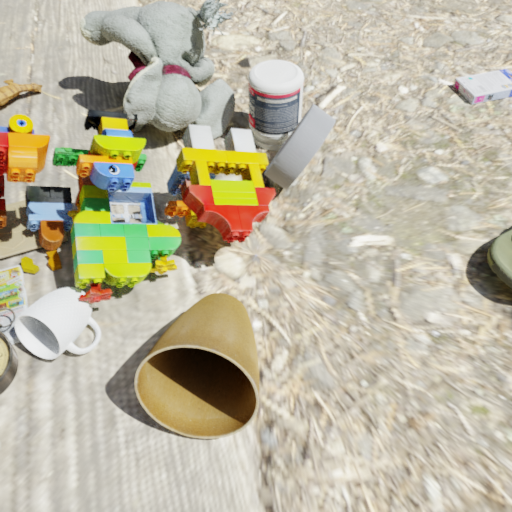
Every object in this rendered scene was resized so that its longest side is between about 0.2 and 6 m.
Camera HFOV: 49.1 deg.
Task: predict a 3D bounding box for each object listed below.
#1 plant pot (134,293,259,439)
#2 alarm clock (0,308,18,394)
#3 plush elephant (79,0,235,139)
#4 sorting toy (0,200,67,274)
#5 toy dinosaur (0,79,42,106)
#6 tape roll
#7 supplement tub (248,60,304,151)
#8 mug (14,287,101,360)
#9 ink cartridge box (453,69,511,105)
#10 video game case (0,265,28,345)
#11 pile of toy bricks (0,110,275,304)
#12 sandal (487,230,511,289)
[{"bbox_3d":[-0.562,1.134,6.684,1.381,1.381,1.482,6,32,5],"label":"plant pot"},{"bbox_3d":[-3.376,1.238,6.940,0.902,0.445,1.337,16,60,4],"label":"alarm clock"},{"bbox_3d":[-1.642,-3.146,10.033,2.894,2.383,2.240,3,80,46],"label":"plush elephant"},{"bbox_3d":[-3.517,-0.272,8.575,1.147,0.206,1.539,-15,54,-20],"label":"sorting toy"},{"bbox_3d":[-5.034,-3.066,10.830,1.001,0.570,1.886,27,54,21],"label":"toy dinosaur"},{"bbox_3d":[0.698,-1.757,9.073,0.454,1.375,1.375,35,52,-5],"label":"tape roll"},{"bbox_3d":[0.339,-2.652,9.915,0.950,1.353,0.950,0,48,0],"label":"supplement tub"},{"bbox_3d":[-2.460,0.885,7.259,0.951,0.702,0.834,39,39,-1],"label":"mug"},{"bbox_3d":[4.734,-3.443,11.376,1.195,0.251,0.713,-15,50,-9],"label":"ink cartridge box"},{"bbox_3d":[-3.856,0.815,7.624,1.429,0.164,1.301,-17,50,-14],"label":"video game case"},{"bbox_3d":[-2.033,-0.432,7.584,4.351,2.414,2.148,-1,67,-26],"label":"pile of toy bricks"},{"bbox_3d":[4.546,-0.371,8.210,2.984,0.851,1.185,-28,54,-23],"label":"sandal"}]
